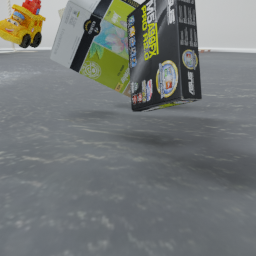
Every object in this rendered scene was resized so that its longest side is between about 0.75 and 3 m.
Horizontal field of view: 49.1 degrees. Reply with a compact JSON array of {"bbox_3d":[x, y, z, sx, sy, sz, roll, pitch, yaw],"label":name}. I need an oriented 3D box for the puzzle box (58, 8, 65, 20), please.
[{"bbox_3d":[-1.017,-3.654,9.703,2.592,1.724,0.330,-14,6,14],"label":"puzzle box"}]

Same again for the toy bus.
[{"bbox_3d":[-3.141,-3.252,8.459,1.021,1.444,1.504,28,21,-1],"label":"toy bus"}]

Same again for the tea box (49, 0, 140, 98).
[{"bbox_3d":[-0.428,-2.419,7.390,2.344,1.592,2.383,24,38,-11],"label":"tea box"}]

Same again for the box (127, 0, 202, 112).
[{"bbox_3d":[0.594,-1.411,5.264,0.456,2.059,1.650,-2,-2,-28],"label":"box"}]
